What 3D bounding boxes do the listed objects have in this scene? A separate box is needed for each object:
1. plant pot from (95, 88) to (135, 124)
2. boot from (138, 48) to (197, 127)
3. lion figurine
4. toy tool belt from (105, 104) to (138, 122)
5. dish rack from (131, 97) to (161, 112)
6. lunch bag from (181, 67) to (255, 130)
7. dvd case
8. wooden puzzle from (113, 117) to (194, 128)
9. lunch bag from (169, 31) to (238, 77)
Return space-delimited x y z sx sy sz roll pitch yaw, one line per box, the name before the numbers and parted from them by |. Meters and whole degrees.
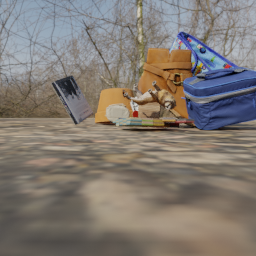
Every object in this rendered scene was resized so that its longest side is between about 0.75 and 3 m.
plant pot | -0.432 -0.867 11.382 1.877 1.314 1.877 -3 -2 0
boot | 1.826 -1.266 8.898 2.996 2.326 1.149 8 4 5
lion figurine | 0.596 -0.846 7.803 1.448 0.525 0.887 6 -26 40
toy tool belt | -0.211 -0.466 9.904 1.193 0.745 0.733 3 -7 -7
dish rack | 0.679 -0.769 10.419 1.038 1.210 0.263 -29 -38 18
lunch bag | 2.410 -0.890 7.401 2.042 1.351 1.387 -12 20 -6
dvd case | -2.082 -1.100 10.743 0.219 1.768 1.328 -24 10 26
wooden puzzle | 0.496 -0.118 7.154 1.436 0.170 2.421 2 -2 -18
lunch bag | 2.330 -1.921 10.114 1.337 2.843 2.140 -27 -26 -30
